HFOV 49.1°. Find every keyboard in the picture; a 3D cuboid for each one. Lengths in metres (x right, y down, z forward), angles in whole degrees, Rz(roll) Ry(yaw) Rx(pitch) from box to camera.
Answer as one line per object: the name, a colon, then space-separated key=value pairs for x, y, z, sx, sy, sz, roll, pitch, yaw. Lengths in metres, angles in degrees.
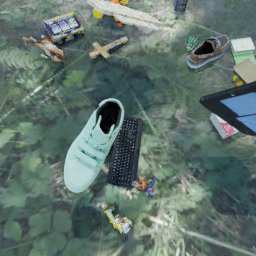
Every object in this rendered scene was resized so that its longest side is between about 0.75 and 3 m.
keyboard: x=-0.270 y=0.758 z=10.419 sx=1.455 sy=0.554 sz=2.796 roll=6 pitch=66 yaw=3

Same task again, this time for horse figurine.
horse figurine: x=-3.306 y=-3.302 z=11.707 sx=2.221 sy=1.472 sz=0.554 roll=40 pitch=109 yaw=26

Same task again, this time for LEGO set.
LEGO set: x=-0.343 y=2.985 z=9.499 sx=0.513 sy=0.634 sz=1.378 roll=-27 pitch=45 yaw=-28

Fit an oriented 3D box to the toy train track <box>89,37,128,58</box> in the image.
toy train track: x=-0.835 y=-3.510 z=12.389 sx=1.915 sy=0.312 sz=1.098 roll=-32 pitch=63 yaw=-19

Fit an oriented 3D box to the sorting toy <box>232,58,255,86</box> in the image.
sorting toy: x=4.952 y=-2.306 z=11.923 sx=1.338 sy=0.179 sz=0.997 roll=-31 pitch=77 yaw=-12

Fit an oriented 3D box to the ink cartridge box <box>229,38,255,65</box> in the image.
ink cartridge box: x=5.088 y=-3.341 z=12.299 sx=0.931 sy=0.307 sz=1.279 roll=-8 pitch=65 yaw=-3

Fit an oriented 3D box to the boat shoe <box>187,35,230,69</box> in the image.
boat shoe: x=3.586 y=-3.402 z=12.020 sx=2.289 sy=0.828 sz=0.827 roll=-38 pitch=72 yaw=-15

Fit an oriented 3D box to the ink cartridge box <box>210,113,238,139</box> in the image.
ink cartridge box: x=4.089 y=-0.368 z=10.857 sx=1.413 sy=0.589 sz=1.025 roll=-24 pitch=69 yaw=-10

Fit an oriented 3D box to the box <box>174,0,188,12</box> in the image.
box: x=2.497 y=-6.061 z=13.080 sx=0.503 sy=0.963 sz=0.713 roll=1 pitch=67 yaw=0

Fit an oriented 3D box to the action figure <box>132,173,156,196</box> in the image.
action figure: x=0.646 y=2.019 z=9.967 sx=0.894 sy=0.483 sz=0.924 roll=40 pitch=37 yaw=0

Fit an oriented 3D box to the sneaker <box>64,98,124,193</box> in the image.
sneaker: x=-0.994 y=0.452 z=7.496 sx=1.064 sy=1.706 sz=2.892 roll=25 pitch=87 yaw=-4

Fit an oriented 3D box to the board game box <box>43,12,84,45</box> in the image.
board game box: x=-2.899 y=-4.511 z=12.665 sx=1.468 sy=0.416 sz=1.214 roll=-24 pitch=68 yaw=-16

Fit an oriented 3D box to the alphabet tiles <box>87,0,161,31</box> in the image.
alphabet tiles: x=-0.088 y=-4.037 z=9.821 sx=2.546 sy=0.186 sz=2.490 roll=-1 pitch=36 yaw=-33

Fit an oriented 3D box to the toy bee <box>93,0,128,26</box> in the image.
toy bee: x=-0.707 y=-5.423 z=12.757 sx=1.782 sy=1.480 sz=2.722 roll=-18 pitch=43 yaw=1

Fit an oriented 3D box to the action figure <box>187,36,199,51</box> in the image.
action figure: x=2.842 y=-3.729 z=12.510 sx=0.482 sy=0.223 sz=0.815 roll=26 pitch=73 yaw=7

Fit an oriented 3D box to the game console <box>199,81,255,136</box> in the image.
game console: x=3.783 y=-0.476 z=8.066 sx=2.434 sy=2.752 sz=0.427 roll=26 pitch=73 yaw=-22
